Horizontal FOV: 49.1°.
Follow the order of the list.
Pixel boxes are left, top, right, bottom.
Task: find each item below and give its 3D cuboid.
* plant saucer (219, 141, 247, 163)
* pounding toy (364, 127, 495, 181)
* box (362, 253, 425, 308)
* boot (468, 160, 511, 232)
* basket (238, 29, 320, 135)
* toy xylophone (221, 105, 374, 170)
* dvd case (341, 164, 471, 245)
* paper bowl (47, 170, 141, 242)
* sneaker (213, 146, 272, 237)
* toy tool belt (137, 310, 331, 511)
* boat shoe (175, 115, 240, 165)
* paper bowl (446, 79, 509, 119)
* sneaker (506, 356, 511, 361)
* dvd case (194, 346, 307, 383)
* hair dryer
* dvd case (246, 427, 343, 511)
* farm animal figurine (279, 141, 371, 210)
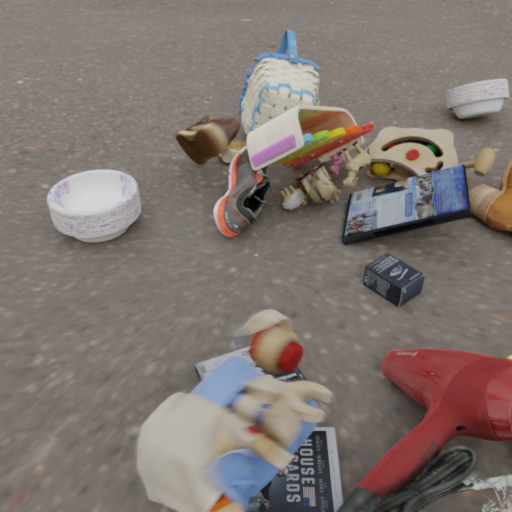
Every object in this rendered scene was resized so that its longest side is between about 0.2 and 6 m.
[{"bbox_3d":[-0.412,-2.396,13.140,1.010,0.179,1.010,0,37,0],"label":"plant saucer"},{"bbox_3d":[3.599,-1.706,11.878,2.525,1.449,1.444,11,66,28],"label":"pounding toy"},{"bbox_3d":[2.269,0.394,9.291,0.598,0.421,0.808,-26,44,-30],"label":"box"},{"bbox_3d":[5.452,-1.103,10.834,2.333,0.895,1.811,-24,42,-25],"label":"boot"},{"bbox_3d":[0.527,-3.849,13.489,1.788,2.267,2.571,6,49,-15],"label":"basket"},{"bbox_3d":[0.821,-2.311,11.543,2.393,0.821,3.268,-21,-1,42],"label":"toy xylophone"},{"bbox_3d":[2.775,-0.960,10.483,2.291,0.201,1.635,-13,33,25],"label":"dvd case"},{"bbox_3d":[-3.020,-0.885,10.597,1.657,0.862,1.657,0,37,0],"label":"paper bowl"},{"bbox_3d":[-0.009,-1.332,10.852,0.964,0.907,2.354,-16,43,35],"label":"sneaker"},{"bbox_3d":[0.053,1.888,6.045,1.533,1.557,2.494,27,52,31],"label":"toy tool belt"},{"bbox_3d":[-0.988,-2.506,11.741,0.828,0.830,2.301,-42,17,-16],"label":"boat shoe"},{"bbox_3d":[5.712,-4.011,14.465,1.502,0.781,1.502,-7,6,1],"label":"paper bowl"},{"bbox_3d":[3.481,1.954,7.151,0.832,0.720,1.843,-1,35,31],"label":"sneaker"},{"bbox_3d":[-0.072,1.689,7.815,1.324,0.164,0.995,-16,40,-19],"label":"dvd case"},{"bbox_3d":[1.932,1.926,6.261,2.646,0.944,3.474,-15,16,14],"label":"hair dryer"},{"bbox_3d":[0.138,2.594,6.584,1.695,0.210,1.274,-1,37,2],"label":"dvd case"},{"bbox_3d":[1.463,-1.456,11.151,1.622,0.845,1.604,-29,7,39],"label":"farm animal figurine"}]
